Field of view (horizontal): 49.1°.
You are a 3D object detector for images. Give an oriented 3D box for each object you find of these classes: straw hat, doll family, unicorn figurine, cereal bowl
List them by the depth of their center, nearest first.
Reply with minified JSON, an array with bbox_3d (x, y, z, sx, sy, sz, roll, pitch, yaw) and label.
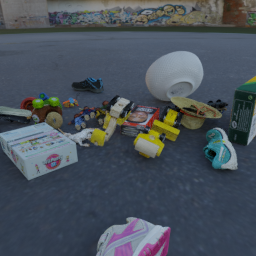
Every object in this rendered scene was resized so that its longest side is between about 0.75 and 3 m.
[{"bbox_3d":[-1.509,0.264,9.083,0.888,0.477,1.292,15,14,28],"label":"unicorn figurine"},{"bbox_3d":[2.323,-0.404,10.090,1.914,0.810,1.914,14,24,-6],"label":"straw hat"},{"bbox_3d":[-1.342,-0.501,10.461,1.848,0.725,1.068,-10,31,-15],"label":"doll family"},{"bbox_3d":[2.093,-2.005,12.128,2.556,2.556,1.065,-6,57,-14],"label":"cereal bowl"}]

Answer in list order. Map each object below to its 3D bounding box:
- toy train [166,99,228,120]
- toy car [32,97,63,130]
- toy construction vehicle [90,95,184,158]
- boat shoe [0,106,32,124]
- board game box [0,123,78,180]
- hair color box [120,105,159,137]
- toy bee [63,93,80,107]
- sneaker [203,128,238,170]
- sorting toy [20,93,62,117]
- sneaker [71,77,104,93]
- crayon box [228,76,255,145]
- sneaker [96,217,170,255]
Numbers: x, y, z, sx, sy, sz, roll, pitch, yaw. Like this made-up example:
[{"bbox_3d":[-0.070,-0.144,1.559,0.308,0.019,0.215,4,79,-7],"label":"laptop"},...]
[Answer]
[{"bbox_3d":[2.682,-0.663,10.943,2.663,0.610,0.454,-8,28,-12],"label":"toy train"},{"bbox_3d":[-2.679,-0.253,9.593,1.045,1.088,1.324,-10,38,-22],"label":"toy car"},{"bbox_3d":[0.363,0.039,8.993,2.428,0.982,2.789,22,34,7],"label":"toy construction vehicle"},{"bbox_3d":[-4.420,-0.470,10.486,1.616,0.503,0.603,8,22,0],"label":"boat shoe"},{"bbox_3d":[-2.617,0.562,8.106,1.484,0.647,2.012,-19,29,-35],"label":"board game box"},{"bbox_3d":[0.468,-0.273,10.093,0.917,0.553,1.806,9,26,18],"label":"hair color box"},{"bbox_3d":[-2.394,-1.100,12.251,0.831,0.452,0.544,-22,31,10],"label":"toy bee"},{"bbox_3d":[2.542,0.557,8.098,0.751,0.731,1.887,-8,24,4],"label":"sneaker"},{"bbox_3d":[-3.372,-0.819,11.168,1.717,1.032,0.705,10,-10,5],"label":"sorting toy"},{"bbox_3d":[-2.077,-2.277,14.401,1.810,0.741,0.663,7,25,18],"label":"sneaker"},{"bbox_3d":[4.330,-0.734,9.656,0.718,1.750,2.783,18,29,35],"label":"crayon box"},{"bbox_3d":[-0.165,2.130,4.455,0.909,0.838,2.060,15,20,33],"label":"sneaker"}]
